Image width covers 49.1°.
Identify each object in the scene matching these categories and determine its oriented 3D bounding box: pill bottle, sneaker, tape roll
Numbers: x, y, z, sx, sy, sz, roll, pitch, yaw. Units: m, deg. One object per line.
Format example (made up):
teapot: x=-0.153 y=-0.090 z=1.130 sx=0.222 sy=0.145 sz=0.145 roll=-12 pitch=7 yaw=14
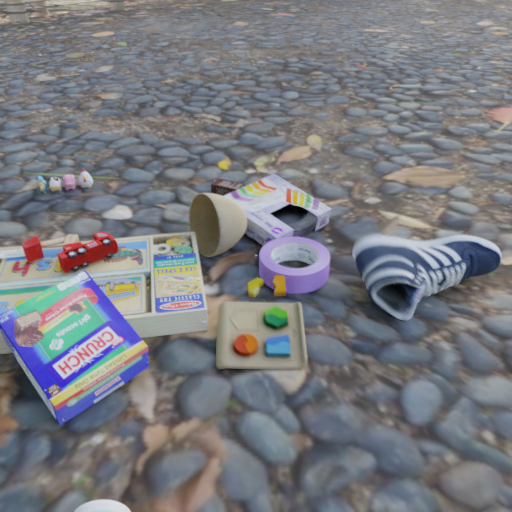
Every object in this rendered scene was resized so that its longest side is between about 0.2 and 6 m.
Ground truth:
pill bottle: x=-1.634 y=3.227 z=5.746 sx=0.677 sy=0.677 sz=1.222 roll=-4 pitch=35 yaw=-6
sneaker: x=3.108 y=0.372 z=9.814 sx=2.688 sy=0.942 sz=1.459 roll=2 pitch=38 yaw=-2
tape roll: x=0.716 y=0.156 z=10.563 sx=1.319 sy=0.433 sz=1.319 roll=0 pitch=33 yaw=0

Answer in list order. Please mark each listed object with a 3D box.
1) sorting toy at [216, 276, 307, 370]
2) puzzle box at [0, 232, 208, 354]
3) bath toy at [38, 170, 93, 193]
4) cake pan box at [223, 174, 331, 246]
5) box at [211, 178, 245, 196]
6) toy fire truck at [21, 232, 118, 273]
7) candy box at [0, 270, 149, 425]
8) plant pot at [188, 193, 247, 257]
sorting toy: x=0.062 y=1.014 z=9.138 sx=1.402 sy=0.252 sz=1.882 roll=-1 pitch=45 yaw=-1
puzzle box: x=-2.855 y=0.553 z=9.917 sx=3.824 sy=0.486 sz=2.544 roll=-6 pitch=35 yaw=-9
bath toy: x=-4.579 y=-1.806 z=13.500 sx=1.226 sy=0.453 sz=0.533 roll=-10 pitch=35 yaw=-16
cake pan box: x=0.412 y=-0.932 z=11.980 sx=1.717 sy=0.488 sz=1.865 roll=-29 pitch=52 yaw=-33
box: x=-0.674 y=-1.603 z=13.357 sx=0.742 sy=0.278 sz=0.371 roll=17 pitch=37 yaw=21
toy fire truck: x=-3.365 y=-0.140 z=10.171 sx=1.440 sy=0.351 sz=1.015 roll=-24 pitch=42 yaw=-31
candy box: x=-2.661 y=1.268 z=8.154 sx=1.482 sy=0.675 sz=1.753 roll=-32 pitch=62 yaw=-28
plant pot: x=-0.684 y=-0.664 z=11.169 sx=0.842 sy=1.254 sz=1.254 roll=-12 pitch=34 yaw=-34
